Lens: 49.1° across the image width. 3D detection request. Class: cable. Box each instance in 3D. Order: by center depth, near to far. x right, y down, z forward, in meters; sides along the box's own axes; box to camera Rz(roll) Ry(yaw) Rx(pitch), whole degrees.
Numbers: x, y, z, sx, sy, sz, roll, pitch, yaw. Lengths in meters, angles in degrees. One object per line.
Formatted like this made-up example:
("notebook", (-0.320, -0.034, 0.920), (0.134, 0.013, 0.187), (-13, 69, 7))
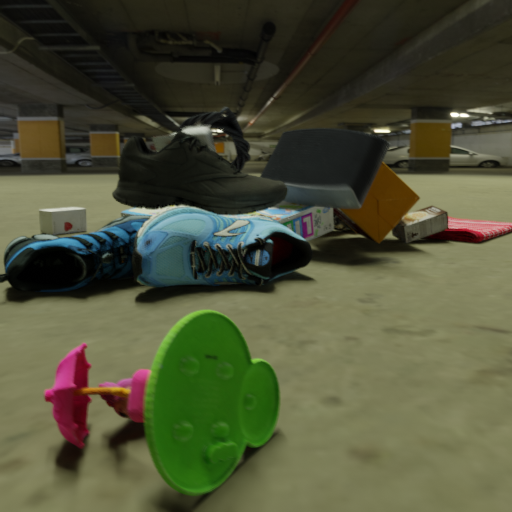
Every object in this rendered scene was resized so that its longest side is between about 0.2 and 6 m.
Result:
("cable", (-0.916, -2.194, 11.866), (1.525, 1.869, 0.475), (-30, 52, -2))

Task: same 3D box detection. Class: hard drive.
("hard drive", (1.143, -1.676, 10.324), (2.288, 1.543, 0.484), (14, -20, 41))

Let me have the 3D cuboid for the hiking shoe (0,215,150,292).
("hiking shoe", (-2.220, 0.082, 7.893), (2.546, 0.947, 1.104), (-13, 21, -14))

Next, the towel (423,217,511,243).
("towel", (4.726, -0.672, 13.166), (1.964, 0.305, 2.716), (10, 14, 39))

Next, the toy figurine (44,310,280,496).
("toy figurine", (-0.698, 0.895, 3.636), (1.248, 1.018, 1.355), (-4, -15, 31))

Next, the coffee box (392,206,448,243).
("coffee box", (3.493, -0.681, 11.984), (1.040, 0.414, 0.594), (-19, 24, -11))

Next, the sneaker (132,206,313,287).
("sneaker", (-0.370, -0.105, 7.956), (2.904, 1.138, 1.306), (-9, 17, -38))

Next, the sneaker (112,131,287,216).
("sneaker", (-0.909, -1.342, 9.172), (2.891, 1.312, 1.098), (5, 8, -1))

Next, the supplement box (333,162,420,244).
("supplement box", (2.058, -1.364, 11.532), (1.782, 1.200, 1.807), (41, 4, -9))

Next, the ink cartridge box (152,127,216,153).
("ink cartridge box", (-1.205, -1.792, 9.783), (1.023, 0.831, 0.292), (3, 36, 25))

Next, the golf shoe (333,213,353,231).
("golf shoe", (1.689, -0.968, 13.150), (2.113, 0.822, 0.998), (18, -17, -29))

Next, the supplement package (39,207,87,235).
("supplement package", (-4.570, -0.833, 13.267), (0.557, 0.564, 0.931), (9, 14, 39))

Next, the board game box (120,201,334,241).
("board game box", (-0.643, -0.699, 11.103), (2.437, 0.620, 3.625), (-23, 25, -40))
